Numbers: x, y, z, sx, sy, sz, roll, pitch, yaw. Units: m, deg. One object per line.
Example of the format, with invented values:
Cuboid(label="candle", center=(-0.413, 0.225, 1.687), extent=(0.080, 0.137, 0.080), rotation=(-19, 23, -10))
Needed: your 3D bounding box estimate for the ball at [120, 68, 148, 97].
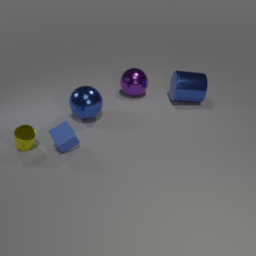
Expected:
Cuboid(label="ball", center=(0.306, -2.262, 13.852), extent=(1.400, 1.400, 1.400), rotation=(0, 31, 0))

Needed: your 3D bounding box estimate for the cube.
Cuboid(label="cube", center=(-2.205, 0.310, 9.762), extent=(0.700, 0.700, 0.700), rotation=(-31, 68, -7))

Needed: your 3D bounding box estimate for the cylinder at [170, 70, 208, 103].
Cuboid(label="cylinder", center=(2.807, -1.930, 13.124), extent=(1.400, 1.400, 1.400), rotation=(4, 31, -6))

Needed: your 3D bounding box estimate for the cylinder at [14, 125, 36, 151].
Cuboid(label="cylinder", center=(-3.658, 0.349, 9.939), extent=(0.700, 0.700, 0.700), rotation=(10, 54, -14))

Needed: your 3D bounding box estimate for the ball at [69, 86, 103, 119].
Cuboid(label="ball", center=(-1.750, -1.065, 11.689), extent=(1.400, 1.400, 1.400), rotation=(0, 31, 0))
